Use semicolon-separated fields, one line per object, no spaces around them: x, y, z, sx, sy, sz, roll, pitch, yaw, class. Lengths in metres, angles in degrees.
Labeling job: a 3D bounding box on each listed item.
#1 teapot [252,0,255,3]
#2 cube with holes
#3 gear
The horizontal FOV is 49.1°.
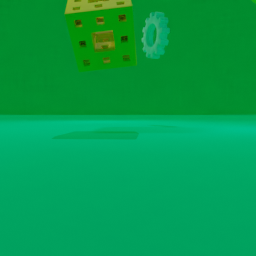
3.134;-3.173;5.774;1.000;2.043;1.270;-38;-3;-28;teapot
-0.573;-2.309;6.486;1.358;1.358;1.358;-7;44;1;cube with holes
1.039;-3.567;10.835;0.312;1.688;1.688;-3;4;-22;gear
